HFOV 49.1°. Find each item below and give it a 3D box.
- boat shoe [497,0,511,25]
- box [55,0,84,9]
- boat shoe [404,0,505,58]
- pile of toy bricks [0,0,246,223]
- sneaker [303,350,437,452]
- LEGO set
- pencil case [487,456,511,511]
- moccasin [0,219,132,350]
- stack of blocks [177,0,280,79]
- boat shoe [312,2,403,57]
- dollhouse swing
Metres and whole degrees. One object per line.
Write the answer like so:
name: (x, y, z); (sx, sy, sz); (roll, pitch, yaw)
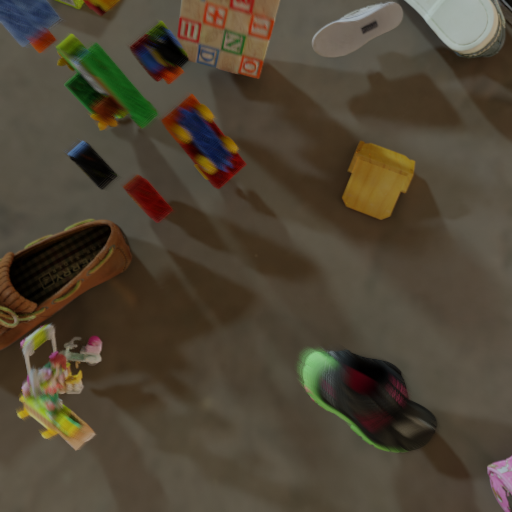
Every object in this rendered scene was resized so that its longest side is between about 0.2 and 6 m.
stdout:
boat shoe: (5.124, -4.129, 9.434); (1.022, 0.946, 2.769); (-35, 77, -9)
box: (-3.275, -5.263, 10.071); (0.923, 0.361, 1.514); (22, 76, 5)
boat shoe: (3.215, -4.795, 9.767); (1.059, 1.248, 3.427); (0, 59, -45)
pile of toy bricks: (-2.177, -2.474, 8.365); (2.259, 2.010, 4.072); (-42, 115, -8)
sneaker: (1.630, 1.918, 7.324); (2.222, 0.931, 0.853); (32, 51, -23)
LEGO set: (-2.570, 1.527, 7.151); (1.031, 2.240, 0.834); (-5, 108, -11)
pencil case: (4.255, 2.831, 7.470); (2.269, 0.982, 0.939); (-23, 97, -6)
moccasin: (-3.343, 0.492, 7.955); (3.279, 1.266, 1.199); (-25, 76, -7)
stack of blocks: (-0.329, -4.077, 8.434); (1.437, 2.495, 0.731); (13, 51, -5)
boat shoe: (1.629, -3.783, 9.297); (1.549, 0.509, 0.557); (-27, 117, 4)
dollhouse swing: (1.927, -1.202, 9.013); (0.954, 0.838, 0.867); (21, 34, 6)
